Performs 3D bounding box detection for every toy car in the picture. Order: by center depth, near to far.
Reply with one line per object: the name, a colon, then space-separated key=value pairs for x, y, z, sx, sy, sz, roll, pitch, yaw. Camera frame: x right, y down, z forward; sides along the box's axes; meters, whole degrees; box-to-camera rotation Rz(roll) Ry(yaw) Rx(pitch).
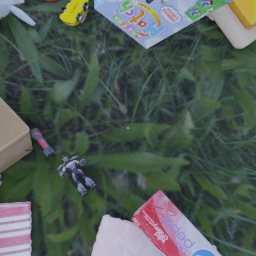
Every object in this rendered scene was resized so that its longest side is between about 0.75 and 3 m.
toy car: x=-1.265 y=-4.141 z=8.300 sx=2.345 sy=0.523 sz=2.207 roll=-31 pitch=74 yaw=-10

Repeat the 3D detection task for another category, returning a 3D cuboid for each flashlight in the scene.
flashlight: x=-2.145 y=0.365 z=6.921 sx=0.267 sy=0.268 sz=0.788 roll=-37 pitch=75 yaw=-5

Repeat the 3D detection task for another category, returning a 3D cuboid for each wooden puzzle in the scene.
wooden puzzle: x=3.457 y=-3.887 z=7.934 sx=2.614 sy=0.487 sz=2.418 roll=-36 pitch=91 yaw=-10

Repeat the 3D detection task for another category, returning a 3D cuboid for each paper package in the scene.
paper package: x=-3.487 y=0.137 z=6.374 sx=1.944 sy=1.006 sz=1.853 roll=43 pitch=59 yaw=12

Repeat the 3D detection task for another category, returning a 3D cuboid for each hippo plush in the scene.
hippo plush: x=-4.180 y=-4.031 z=7.420 sx=2.659 sy=2.118 sz=2.138 roll=-11 pitch=73 yaw=-3

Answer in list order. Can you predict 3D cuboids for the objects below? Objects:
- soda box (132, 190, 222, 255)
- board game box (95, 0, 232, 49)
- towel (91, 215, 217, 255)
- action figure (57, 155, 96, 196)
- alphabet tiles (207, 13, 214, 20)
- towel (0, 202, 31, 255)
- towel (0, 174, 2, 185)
soda box: x=1.128 y=2.382 z=5.545 sx=0.810 sy=0.734 sz=2.314 roll=-40 pitch=73 yaw=-15
board game box: x=0.858 y=-3.051 z=6.486 sx=2.656 sy=2.009 sz=0.486 roll=-20 pitch=61 yaw=37
towel: x=0.356 y=3.470 z=5.709 sx=2.635 sy=0.445 sz=2.758 roll=13 pitch=66 yaw=5
action figure: x=-1.213 y=1.060 z=6.623 sx=0.688 sy=0.367 sz=1.058 roll=-36 pitch=79 yaw=-20
alphabet tiles: x=2.319 y=-4.640 z=8.377 sx=2.764 sy=0.202 sz=2.704 roll=-37 pitch=83 yaw=-6
towel: x=-2.944 y=2.865 z=6.077 sx=1.706 sy=0.349 sz=2.332 roll=-5 pitch=72 yaw=-4
towel: x=-3.972 y=1.882 z=5.522 sx=2.108 sy=0.334 sz=2.935 roll=12 pitch=41 yaw=-12
